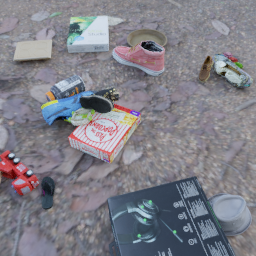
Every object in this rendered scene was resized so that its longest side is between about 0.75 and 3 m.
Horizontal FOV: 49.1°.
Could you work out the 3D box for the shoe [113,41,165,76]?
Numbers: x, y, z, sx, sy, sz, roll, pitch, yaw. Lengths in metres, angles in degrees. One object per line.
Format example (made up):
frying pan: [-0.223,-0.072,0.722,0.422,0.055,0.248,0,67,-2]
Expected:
shoe: [0.486,-3.604,13.276,2.897,1.318,1.035,30,54,24]

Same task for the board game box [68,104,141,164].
board game box: [-0.811,0.053,10.493,1.761,0.538,2.325,20,51,19]

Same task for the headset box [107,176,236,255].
headset box: [0.910,2.915,7.409,2.843,1.319,2.475,-12,50,-11]

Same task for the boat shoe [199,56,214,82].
boat shoe: [3.523,-2.716,12.754,0.483,0.453,1.342,11,65,32]

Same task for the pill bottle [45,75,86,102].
pill bottle: [-2.649,-1.545,11.755,1.596,0.848,0.848,-34,56,-26]

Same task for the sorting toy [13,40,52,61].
sorting toy: [-4.798,-3.913,14.261,1.795,0.354,1.939,-6,44,-5]

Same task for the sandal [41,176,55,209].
sandal: [-2.558,2.004,8.936,0.438,0.279,1.165,-9,49,-8]

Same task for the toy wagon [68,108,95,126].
toy wagon: [-1.705,-0.523,10.583,0.884,0.226,1.140,-4,39,16]

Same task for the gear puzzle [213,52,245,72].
gear puzzle: [4.997,-3.110,13.547,1.027,0.260,1.984,-13,49,-12]

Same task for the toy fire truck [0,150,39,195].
toy fire truck: [-4.196,1.576,9.137,2.273,0.554,1.603,34,57,26]

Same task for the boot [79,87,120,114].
boot: [-0.833,-1.069,10.453,1.752,0.641,1.319,8,27,45]

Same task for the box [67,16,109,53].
box: [-2.118,-5.119,15.174,2.117,0.533,2.933,-3,47,-3]

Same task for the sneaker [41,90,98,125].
sneaker: [-2.179,-0.784,11.235,2.486,0.819,0.975,-22,81,-28]

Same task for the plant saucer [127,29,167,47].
plant saucer: [0.999,-4.610,14.868,2.143,0.316,2.143,0,47,0]

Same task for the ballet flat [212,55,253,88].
ballet flat: [4.512,-2.573,12.653,0.837,0.837,2.328,-28,55,-23]

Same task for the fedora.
fedora: [2.984,2.424,8.290,1.508,0.681,1.334,-16,50,-14]
